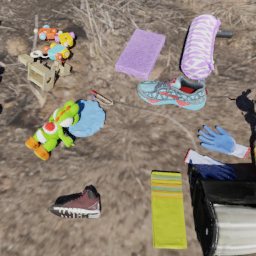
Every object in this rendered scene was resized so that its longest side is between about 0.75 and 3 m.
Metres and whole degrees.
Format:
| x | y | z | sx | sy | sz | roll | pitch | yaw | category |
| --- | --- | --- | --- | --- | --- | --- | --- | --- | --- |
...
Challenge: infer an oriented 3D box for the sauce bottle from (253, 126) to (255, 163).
| x | y | z | sx | sy | sz | roll | pitch | yaw | category |
| --- | --- | --- | --- | --- | --- | --- | --- | --- | --- |
| 4.287 | 0.722 | 8.835 | 0.607 | 0.607 | 1.837 | 6 | 58 | 4 | sauce bottle |

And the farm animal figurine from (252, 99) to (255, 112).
| x | y | z | sx | sy | sz | roll | pitch | yaw | category |
| --- | --- | --- | --- | --- | --- | --- | --- | --- | --- |
| 5.204 | 0.309 | 8.583 | 2.944 | 1.552 | 2.977 | -9 | 69 | -27 | farm animal figurine |

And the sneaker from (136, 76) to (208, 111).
| x | y | z | sx | sy | sz | roll | pitch | yaw | category |
| --- | --- | --- | --- | --- | --- | --- | --- | --- | --- |
| 1.555 | -1.458 | 9.910 | 2.528 | 1.207 | 1.002 | 8 | 57 | 5 | sneaker |

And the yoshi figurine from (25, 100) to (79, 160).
| x | y | z | sx | sy | sz | roll | pitch | yaw | category |
| --- | --- | --- | --- | --- | --- | --- | --- | --- | --- |
| -2.265 | 0.027 | 9.121 | 2.023 | 1.137 | 1.133 | -49 | 26 | -3 | yoshi figurine |

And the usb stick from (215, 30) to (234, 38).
| x | y | z | sx | sy | sz | roll | pitch | yaw | category |
| --- | --- | --- | --- | --- | --- | --- | --- | --- | --- |
| 3.869 | -4.154 | 12.279 | 1.452 | 0.237 | 0.403 | 5 | 57 | 3 | usb stick |

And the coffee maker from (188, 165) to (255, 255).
| x | y | z | sx | sy | sz | roll | pitch | yaw | category |
| --- | --- | --- | --- | --- | --- | --- | --- | --- | --- |
| 3.180 | 2.020 | 7.261 | 2.709 | 1.824 | 2.602 | 1 | 56 | -1 | coffee maker |

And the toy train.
| x | y | z | sx | sy | sz | roll | pitch | yaw | category |
| --- | --- | --- | --- | --- | --- | --- | --- | --- | --- |
| -3.098 | -3.368 | 11.517 | 1.723 | 0.638 | 2.294 | 0 | 49 | -1 | toy train |

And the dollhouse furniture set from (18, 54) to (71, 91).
| x | y | z | sx | sy | sz | roll | pitch | yaw | category |
| --- | --- | --- | --- | --- | --- | --- | --- | --- | --- |
| -3.238 | -2.239 | 10.886 | 1.489 | 0.828 | 1.317 | 34 | 38 | 21 | dollhouse furniture set |

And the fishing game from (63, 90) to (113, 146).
| x | y | z | sx | sy | sz | roll | pitch | yaw | category |
| --- | --- | --- | --- | --- | --- | --- | --- | --- | --- |
| -1.487 | -0.326 | 9.726 | 1.487 | 0.323 | 2.077 | 31 | 69 | 19 | fishing game |

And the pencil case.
| x | y | z | sx | sy | sz | roll | pitch | yaw | category |
| --- | --- | --- | --- | --- | --- | --- | --- | --- | --- |
| 2.894 | -3.242 | 11.056 | 1.230 | 1.207 | 2.877 | -11 | 50 | 37 | pencil case |

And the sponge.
| x | y | z | sx | sy | sz | roll | pitch | yaw | category |
| --- | --- | --- | --- | --- | --- | --- | --- | --- | --- |
| 0.551 | -3.079 | 11.497 | 1.363 | 0.364 | 2.443 | 18 | 59 | 11 | sponge |

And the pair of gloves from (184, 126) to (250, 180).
| x | y | z | sx | sy | sz | roll | pitch | yaw | category |
| --- | --- | --- | --- | --- | --- | --- | --- | --- | --- |
| 2.839 | 0.881 | 8.955 | 1.722 | 0.244 | 2.142 | 28 | 60 | 18 | pair of gloves |

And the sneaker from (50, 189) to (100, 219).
| x | y | z | sx | sy | sz | roll | pitch | yaw | category |
| --- | --- | --- | --- | --- | --- | --- | --- | --- | --- |
| -1.474 | 2.124 | 8.025 | 1.405 | 0.531 | 0.811 | 8 | 51 | -7 | sneaker |

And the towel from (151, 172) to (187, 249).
| x | y | z | sx | sy | sz | roll | pitch | yaw | category |
| --- | --- | --- | --- | --- | --- | --- | --- | --- | --- |
| 1.149 | 2.292 | 8.048 | 0.935 | 0.196 | 2.173 | 0 | 57 | 1 | towel |
